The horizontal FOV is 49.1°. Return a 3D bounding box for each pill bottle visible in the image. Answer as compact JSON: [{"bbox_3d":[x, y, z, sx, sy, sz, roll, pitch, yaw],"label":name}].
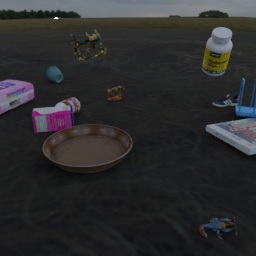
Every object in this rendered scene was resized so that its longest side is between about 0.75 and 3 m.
[{"bbox_3d":[-2.778,-0.861,12.506,0.716,0.716,1.276,13,28,26],"label":"pill bottle"},{"bbox_3d":[3.890,-3.305,12.157,1.069,1.921,1.069,-2,51,2],"label":"pill bottle"}]

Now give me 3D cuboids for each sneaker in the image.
[{"bbox_3d":[4.840,-1.399,13.821,1.375,0.581,0.515,-6,26,-13],"label":"sneaker"}]

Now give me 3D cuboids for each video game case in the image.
[{"bbox_3d":[4.723,0.200,10.508,2.627,0.302,2.394,-8,22,-19],"label":"video game case"}]

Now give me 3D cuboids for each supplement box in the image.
[{"bbox_3d":[-3.012,-0.372,11.351,1.557,0.805,0.788,-4,26,-12],"label":"supplement box"}]

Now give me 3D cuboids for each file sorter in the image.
[{"bbox_3d":[6.075,-1.265,12.091,2.499,1.533,1.734,8,15,18],"label":"file sorter"}]

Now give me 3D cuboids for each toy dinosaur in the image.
[{"bbox_3d":[2.046,2.285,6.384,0.798,0.462,0.879,-8,-19,18],"label":"toy dinosaur"}]

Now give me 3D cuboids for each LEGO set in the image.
[{"bbox_3d":[-1.568,-3.223,10.980,1.411,1.085,0.818,-9,-1,7],"label":"LEGO set"}]

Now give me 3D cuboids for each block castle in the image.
[{"bbox_3d":[-0.598,-1.761,14.536,0.449,0.639,0.957,22,34,37],"label":"block castle"}]

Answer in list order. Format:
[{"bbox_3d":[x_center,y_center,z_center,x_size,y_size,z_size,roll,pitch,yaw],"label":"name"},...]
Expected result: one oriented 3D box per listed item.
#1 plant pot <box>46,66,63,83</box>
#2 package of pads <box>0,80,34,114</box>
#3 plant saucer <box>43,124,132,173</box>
[{"bbox_3d":[-4.555,-3.297,17.654,0.919,0.919,0.864,-22,48,-38],"label":"plant pot"},{"bbox_3d":[-6.073,-1.523,13.529,1.677,1.053,2.783,6,25,20],"label":"package of pads"},{"bbox_3d":[-1.328,0.684,9.442,2.952,0.508,2.952,1,25,0],"label":"plant saucer"}]
